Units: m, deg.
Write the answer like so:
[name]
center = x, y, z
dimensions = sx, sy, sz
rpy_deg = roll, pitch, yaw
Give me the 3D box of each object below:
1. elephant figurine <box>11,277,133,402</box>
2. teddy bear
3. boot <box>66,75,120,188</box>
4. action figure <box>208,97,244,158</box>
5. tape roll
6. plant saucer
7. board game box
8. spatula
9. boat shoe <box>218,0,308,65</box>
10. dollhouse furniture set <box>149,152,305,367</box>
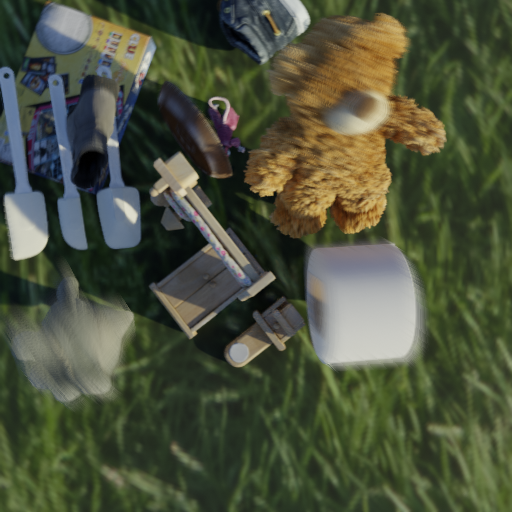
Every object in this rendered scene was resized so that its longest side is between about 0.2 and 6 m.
[elephant figurine]
center = -2.515, 1.077, 7.938
dimensions = 1.542, 2.179, 1.691
rpy_deg = 1, 54, -18
[teddy bear]
center = 1.152, -1.375, 7.801
dimensions = 2.692, 3.713, 1.239
rpy_deg = 9, 54, -12
[boot]
center = -2.435, -1.529, 7.995
dimensions = 0.691, 1.980, 1.303
rpy_deg = 8, 70, -17
[action figure]
center = -0.493, -2.052, 9.285
dimensions = 0.627, 0.697, 0.936
rpy_deg = -1, 73, -6
[tape roll]
center = 1.502, 0.714, 8.439
dimensions = 1.197, 1.744, 1.744
rpy_deg = -4, 87, -6
[plant saucer]
center = -0.965, -1.793, 8.319
dimensions = 0.268, 1.670, 1.670
rpy_deg = -36, 87, -9
[board game box]
center = -3.061, -2.614, 9.375
dimensions = 1.872, 0.478, 2.763
rpy_deg = 20, 87, 1
[spatula]
center = -2.978, -1.509, 8.952
dimensions = 2.048, 0.236, 2.945
rpy_deg = -6, 96, -13
[boat shoe]
center = -0.356, -4.396, 9.270
dimensions = 1.134, 0.884, 2.498
rpy_deg = -44, 90, -7
[dollhouse furniture set]
center = -0.663, 0.479, 7.756
dimensions = 1.650, 3.379, 2.882
rpy_deg = -39, 88, -2
